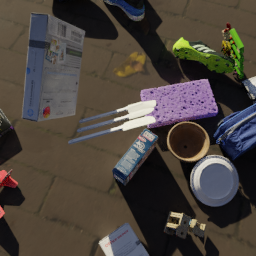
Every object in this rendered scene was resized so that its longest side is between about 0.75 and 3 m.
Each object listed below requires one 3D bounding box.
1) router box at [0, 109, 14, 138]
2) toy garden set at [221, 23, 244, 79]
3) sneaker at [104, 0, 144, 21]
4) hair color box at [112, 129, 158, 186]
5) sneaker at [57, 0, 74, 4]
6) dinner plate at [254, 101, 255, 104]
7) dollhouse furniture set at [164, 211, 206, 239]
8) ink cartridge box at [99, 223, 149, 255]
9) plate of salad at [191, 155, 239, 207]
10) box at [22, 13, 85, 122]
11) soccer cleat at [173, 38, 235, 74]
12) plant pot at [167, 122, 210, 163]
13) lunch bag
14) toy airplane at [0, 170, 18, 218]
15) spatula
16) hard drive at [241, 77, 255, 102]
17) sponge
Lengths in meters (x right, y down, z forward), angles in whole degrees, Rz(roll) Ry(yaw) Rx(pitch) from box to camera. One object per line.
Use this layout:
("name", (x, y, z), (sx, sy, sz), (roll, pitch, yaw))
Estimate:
("router box", (-5.413, -0.226, 11.272), (1.031, 0.353, 1.382), (-36, 72, -14))
("toy garden set", (4.250, -3.281, 11.658), (0.439, 2.202, 1.835), (-20, 61, 13))
("sneaker", (-0.326, -6.449, 13.221), (1.089, 1.578, 2.836), (-40, 73, -15))
("hair color box", (0.274, 1.087, 10.365), (0.608, 1.005, 2.009), (35, 71, 13))
("sneaker", (-2.813, -6.535, 13.680), (2.628, 0.922, 1.024), (13, 70, 13))
("dinner plate", (6.705, -1.076, 11.669), (2.834, 0.343, 2.834), (0, 66, -1))
("dollhouse furniture set", (1.958, 3.467, 9.645), (1.075, 0.758, 0.753), (31, 68, -19))
("ink cartridge box", (-0.051, 4.151, 9.257), (1.175, 0.684, 1.614), (-32, 72, -12))
("plate of salad", (3.147, 1.920, 10.253), (1.846, 0.443, 1.846), (1, 84, -8))
("box", (-2.235, -1.773, 8.736), (0.602, 2.278, 2.922), (11, 101, 16))
("soccer cleat", (3.379, -3.250, 12.277), (2.809, 0.948, 1.138), (23, 59, 10))
("plant pot", (2.253, 0.623, 10.717), (1.573, 0.726, 1.573), (0, 66, 0))
("lunch bag", (4.275, 0.111, 10.530), (2.158, 1.466, 1.428), (-29, 69, -10))
("toy airplane", (-4.952, 2.327, 10.186), (2.081, 0.383, 2.081), (-2, 63, 4))
("spatula", (-0.414, -0.194, 8.261), (2.562, 0.206, 1.781), (-16, 27, 13))
("hard drive", (5.700, -1.766, 11.714), (1.498, 0.283, 1.047), (-17, 56, 3))
("sponge", (2.088, -1.032, 11.576), (2.913, 0.434, 1.625), (-10, 67, -5))
